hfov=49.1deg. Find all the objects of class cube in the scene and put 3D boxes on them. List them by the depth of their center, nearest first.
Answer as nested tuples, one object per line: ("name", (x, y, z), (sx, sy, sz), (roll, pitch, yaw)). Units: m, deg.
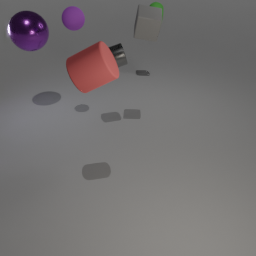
("cube", (0.574, -3.055, 8.170), (0.700, 0.700, 0.700), (8, 51, -5))

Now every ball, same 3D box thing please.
("ball", (-1.678, -3.357, 8.592), (0.700, 0.700, 0.700), (0, 32, 0))
("ball", (-3.584, -3.496, 10.139), (1.400, 1.400, 1.400), (0, 32, 0))

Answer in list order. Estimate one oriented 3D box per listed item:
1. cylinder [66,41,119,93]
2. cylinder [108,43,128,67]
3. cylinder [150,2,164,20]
("cylinder", (-0.620, -1.073, 4.990), (0.700, 0.700, 0.700), (-22, 28, 16))
("cylinder", (-0.442, -2.278, 9.001), (0.700, 0.700, 0.700), (-18, 33, 3))
("cylinder", (1.273, -5.266, 12.861), (0.700, 0.700, 0.700), (4, 59, 6))
